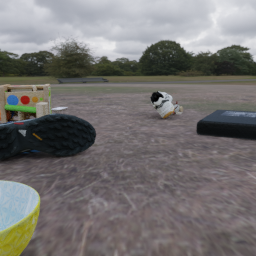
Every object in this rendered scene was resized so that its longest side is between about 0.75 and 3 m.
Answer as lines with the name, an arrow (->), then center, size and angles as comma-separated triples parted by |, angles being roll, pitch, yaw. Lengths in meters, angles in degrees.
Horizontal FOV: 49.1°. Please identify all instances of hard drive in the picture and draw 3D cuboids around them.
hard drive -> 3.519, -0.176, 9.011 | 1.949, 0.459, 2.793 | 6, 12, 28

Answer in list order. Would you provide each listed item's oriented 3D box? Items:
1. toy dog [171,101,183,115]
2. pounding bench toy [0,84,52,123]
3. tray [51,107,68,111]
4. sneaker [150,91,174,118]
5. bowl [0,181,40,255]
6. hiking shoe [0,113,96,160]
toy dog -> 2.081, -0.903, 12.525 | 0.721, 0.526, 1.093 | -5, 8, 14
pounding bench toy -> -3.566, -0.747, 9.525 | 1.752, 1.395, 2.246 | -2, 11, -13
tray -> -3.397, -0.936, 13.900 | 0.491, 0.101, 0.915 | 3, 11, 13
sneaker -> 1.368, -1.245, 11.810 | 0.807, 0.936, 2.134 | -39, 20, 12
bowl -> -1.404, 0.997, 2.396 | 1.280, 0.689, 1.280 | 0, 10, 0
hiking shoe -> -2.020, 0.115, 6.264 | 2.556, 0.951, 1.108 | -2, 9, -19
